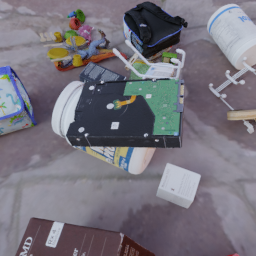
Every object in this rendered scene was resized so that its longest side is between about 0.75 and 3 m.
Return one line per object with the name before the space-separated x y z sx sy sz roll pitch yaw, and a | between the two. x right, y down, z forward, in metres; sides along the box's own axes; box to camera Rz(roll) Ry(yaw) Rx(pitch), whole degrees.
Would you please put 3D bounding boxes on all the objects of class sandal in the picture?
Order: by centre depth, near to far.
sandal | 4.599 -0.178 9.249 2.958 1.085 0.973 -5 96 -16

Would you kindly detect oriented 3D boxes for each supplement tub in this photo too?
supplement tub | -0.542 -0.084 8.407 2.912 2.107 2.107 22 64 13
supplement tub | 4.142 -3.481 10.667 1.445 1.445 2.190 -19 63 -10

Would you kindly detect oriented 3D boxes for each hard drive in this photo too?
hard drive | 0.010 -0.380 6.661 2.607 0.493 1.821 -1 52 15

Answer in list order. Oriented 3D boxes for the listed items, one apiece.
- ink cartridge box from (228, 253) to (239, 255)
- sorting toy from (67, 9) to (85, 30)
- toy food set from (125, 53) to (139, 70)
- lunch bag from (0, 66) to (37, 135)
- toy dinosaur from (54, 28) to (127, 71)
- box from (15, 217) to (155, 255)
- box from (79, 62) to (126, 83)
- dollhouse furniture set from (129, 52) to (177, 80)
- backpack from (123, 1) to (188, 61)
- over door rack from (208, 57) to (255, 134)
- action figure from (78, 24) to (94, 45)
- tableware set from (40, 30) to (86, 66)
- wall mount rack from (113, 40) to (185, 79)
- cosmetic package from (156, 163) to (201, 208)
ink cartridge box | 1.967 4.533 6.432 2.654 1.111 1.915 -27 65 -14
sorting toy | -2.253 -4.576 11.835 0.444 0.650 1.081 -11 47 33
toy food set | 0.156 -2.256 9.651 0.238 0.787 0.565 37 93 -7
lunch bag | -4.209 -0.779 8.578 2.106 2.477 1.579 -19 63 -11
toy dinosaur | -1.606 -2.712 10.513 2.372 1.246 2.153 40 91 2
box | -1.001 3.364 6.098 2.465 2.024 2.045 -1 57 27
box | -0.847 -1.461 9.757 1.464 1.083 0.764 27 64 13
dollhouse furniture set | 0.891 -2.181 10.299 1.615 0.811 1.058 10 62 6
backpack | 0.817 -3.736 10.705 2.119 1.633 2.019 -29 72 -19
over door rack | 4.096 -1.217 9.535 1.661 0.749 2.248 -37 65 5
action figure | -1.690 -3.739 11.462 0.669 0.602 0.898 0 66 -50
tableware set | -2.372 -3.079 10.737 1.667 0.380 2.474 -14 45 -19
wall mount rack | 0.643 -1.945 8.132 1.886 0.809 2.170 10 29 12
cosmetic package | 1.452 1.689 8.158 1.007 0.838 0.843 19 63 11
